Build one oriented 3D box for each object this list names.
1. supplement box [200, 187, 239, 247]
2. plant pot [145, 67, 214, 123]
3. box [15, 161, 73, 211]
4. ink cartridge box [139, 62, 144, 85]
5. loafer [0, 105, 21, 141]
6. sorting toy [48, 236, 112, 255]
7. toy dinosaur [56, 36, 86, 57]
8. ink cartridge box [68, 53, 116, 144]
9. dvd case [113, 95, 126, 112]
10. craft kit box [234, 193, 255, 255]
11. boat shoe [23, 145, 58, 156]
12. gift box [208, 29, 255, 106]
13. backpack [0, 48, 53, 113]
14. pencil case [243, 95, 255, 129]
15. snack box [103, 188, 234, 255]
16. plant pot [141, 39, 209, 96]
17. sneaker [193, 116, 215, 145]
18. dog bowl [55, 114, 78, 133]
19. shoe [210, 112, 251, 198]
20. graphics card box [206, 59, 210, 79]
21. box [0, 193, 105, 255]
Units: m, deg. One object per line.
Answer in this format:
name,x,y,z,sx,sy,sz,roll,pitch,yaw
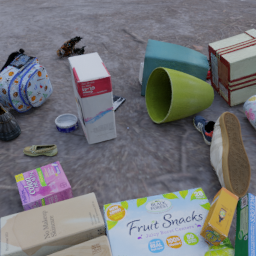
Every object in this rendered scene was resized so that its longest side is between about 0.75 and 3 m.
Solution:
supplement box,2.068,1.954,6.300,0.459,0.474,1.379,35,35,13
plant pot,2.117,-1.234,10.851,2.217,2.074,2.074,-1,36,-23
box,-2.367,1.706,7.914,1.301,0.629,1.144,-18,42,-21
ink cartridge box,1.251,-2.551,12.917,1.387,1.016,0.574,-11,49,-15
loafer,-5.108,-0.611,10.542,2.934,1.061,1.068,25,45,29
sorting toy,-1.130,3.499,5.303,2.140,0.745,2.127,-18,41,-5
toy dinosaur,-3.269,-4.721,15.990,1.435,1.080,2.114,-2,57,24
ink cartridge box,-1.236,-1.025,9.826,1.110,2.593,1.914,-13,39,-14
dvd case,-0.754,-1.043,11.851,0.895,0.147,1.191,17,41,21
craft kit box,3.324,2.898,5.741,2.371,0.582,2.401,29,42,1
boat shoe,-2.946,0.703,9.395,1.138,0.358,0.415,4,32,4
gift box,5.025,-2.521,12.010,2.466,2.640,2.436,-18,43,1
backpack,-4.192,-1.667,11.289,1.679,2.179,2.076,21,56,27
pencil case,5.056,-0.216,10.017,1.001,1.093,2.409,-3,37,-6
snack box,0.874,2.659,6.469,2.614,0.885,2.205,-6,39,-10
plant pot,2.072,-2.576,12.462,2.724,1.926,1.924,7,38,4
sneaker,2.879,-0.110,10.226,0.591,0.667,1.578,-8,38,-10
dog bowl,-2.317,-0.180,10.596,0.815,0.321,0.815,0,37,0
shoe,3.072,0.841,8.617,1.014,0.774,2.901,23,52,-18
graphics card box,3.793,-3.046,14.196,1.067,0.432,1.700,-12,41,-13
box,-1.757,2.479,6.701,2.271,0.883,1.078,-13,40,-17
